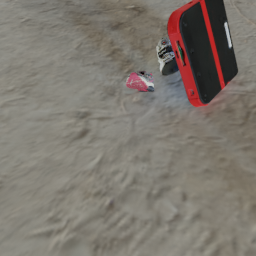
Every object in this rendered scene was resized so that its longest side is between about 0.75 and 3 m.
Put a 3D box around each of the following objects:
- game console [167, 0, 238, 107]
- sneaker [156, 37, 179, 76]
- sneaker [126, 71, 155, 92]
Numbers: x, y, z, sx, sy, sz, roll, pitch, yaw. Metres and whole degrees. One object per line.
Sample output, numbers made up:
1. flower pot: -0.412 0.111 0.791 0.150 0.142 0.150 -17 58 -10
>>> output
1. game console: 2.208 -2.210 7.883 0.424 2.734 2.418 7 40 46
2. sneaker: 1.194 -2.291 8.752 0.719 0.859 1.941 -24 30 15
3. sneaker: 0.348 -1.373 7.934 0.603 0.559 1.496 0 -1 19
